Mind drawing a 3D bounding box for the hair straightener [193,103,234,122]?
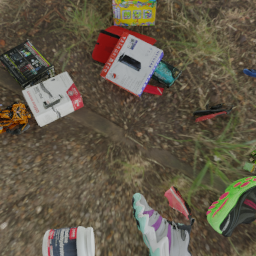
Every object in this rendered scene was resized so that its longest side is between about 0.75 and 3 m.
[{"bbox_3d":[3.649,-0.816,12.047,1.889,0.386,0.727,-15,64,-8],"label":"hair straightener"}]

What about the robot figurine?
[{"bbox_3d":[-5.159,-0.383,11.680,2.197,0.639,1.593,-13,63,-6],"label":"robot figurine"}]

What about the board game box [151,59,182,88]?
[{"bbox_3d":[1.564,-2.650,13.069,1.573,0.221,1.064,35,69,16],"label":"board game box"}]

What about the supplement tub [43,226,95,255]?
[{"bbox_3d":[-1.938,3.873,9.283,1.556,1.092,1.092,-6,63,-3],"label":"supplement tub"}]

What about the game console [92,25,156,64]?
[{"bbox_3d":[-0.160,-3.860,13.677,2.471,1.466,2.129,22,96,11],"label":"game console"}]

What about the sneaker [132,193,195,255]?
[{"bbox_3d":[1.345,3.284,9.476,1.904,1.058,2.722,-19,84,-11],"label":"sneaker"}]

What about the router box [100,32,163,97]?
[{"bbox_3d":[0.171,-2.832,12.470,1.997,0.544,2.226,29,91,12],"label":"router box"}]

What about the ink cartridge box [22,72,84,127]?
[{"bbox_3d":[-3.193,-1.251,11.987,2.093,0.867,1.536,-28,67,-14],"label":"ink cartridge box"}]

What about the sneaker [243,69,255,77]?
[{"bbox_3d":[5.778,-2.606,13.040,0.787,0.276,0.307,24,59,7],"label":"sneaker"}]

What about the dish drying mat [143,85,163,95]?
[{"bbox_3d":[1.050,-1.754,12.685,1.066,0.097,0.409,15,65,7],"label":"dish drying mat"}]

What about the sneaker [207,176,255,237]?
[{"bbox_3d":[4.083,2.727,10.041,2.941,1.129,1.232,-33,94,-17],"label":"sneaker"}]

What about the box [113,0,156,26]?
[{"bbox_3d":[0.303,-6.536,14.404,2.135,1.352,2.217,-2,63,0],"label":"box"}]

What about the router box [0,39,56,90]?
[{"bbox_3d":[-4.634,-2.881,12.922,1.637,0.679,2.184,-38,70,-17],"label":"router box"}]

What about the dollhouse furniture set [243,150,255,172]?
[{"bbox_3d":[4.892,1.308,11.015,0.411,0.317,0.822,26,66,13],"label":"dollhouse furniture set"}]

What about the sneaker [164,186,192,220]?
[{"bbox_3d":[1.826,2.798,10.241,0.568,0.483,1.310,-36,78,17],"label":"sneaker"}]
